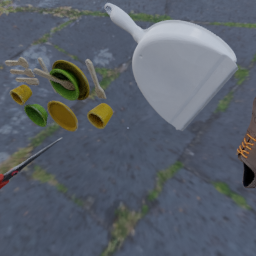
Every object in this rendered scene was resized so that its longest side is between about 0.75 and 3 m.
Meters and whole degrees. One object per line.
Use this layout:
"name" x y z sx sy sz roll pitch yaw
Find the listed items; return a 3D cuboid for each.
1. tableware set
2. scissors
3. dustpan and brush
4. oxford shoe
"tableware set" -1.212 -0.419 4.652 2.235 1.506 0.343 10 46 35
"scissors" -2.387 0.981 5.572 2.508 0.918 0.175 -32 64 -25
"dustpan and brush" 0.498 -1.505 5.481 2.846 1.986 0.814 37 47 4
"oxford shoe" 2.482 0.339 5.288 0.773 2.120 0.756 -16 26 0
